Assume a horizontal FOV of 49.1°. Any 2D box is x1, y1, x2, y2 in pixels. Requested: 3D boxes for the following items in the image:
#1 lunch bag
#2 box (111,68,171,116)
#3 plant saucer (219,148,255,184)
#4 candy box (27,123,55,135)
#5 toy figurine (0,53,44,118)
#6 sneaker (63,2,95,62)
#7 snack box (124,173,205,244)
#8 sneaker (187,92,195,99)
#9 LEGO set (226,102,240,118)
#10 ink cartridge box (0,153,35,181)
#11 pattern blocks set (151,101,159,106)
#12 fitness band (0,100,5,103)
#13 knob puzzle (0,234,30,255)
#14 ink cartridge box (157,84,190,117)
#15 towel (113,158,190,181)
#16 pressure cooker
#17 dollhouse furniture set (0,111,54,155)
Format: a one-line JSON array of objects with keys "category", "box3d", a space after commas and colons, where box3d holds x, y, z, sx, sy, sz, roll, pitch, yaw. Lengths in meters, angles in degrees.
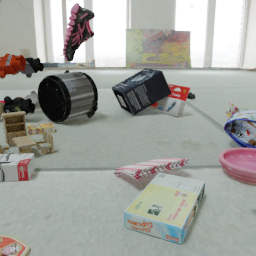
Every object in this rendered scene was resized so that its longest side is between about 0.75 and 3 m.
[{"category": "lunch bag", "box3d": [4.081, 0.033, 8.875, 1.820, 1.127, 1.547, 17, 22, 25]}, {"category": "box", "box3d": [0.594, -1.849, 13.756, 2.166, 1.272, 2.130, -30, 22, -9]}, {"category": "plant saucer", "box3d": [3.098, 0.939, 6.928, 1.636, 0.415, 1.636, -1, 16, 0]}, {"category": "candy box", "box3d": [-3.233, 0.025, 10.409, 0.960, 0.265, 0.554, -5, 18, -18]}, {"category": "toy figurine", "box3d": [-5.006, -1.871, 12.546, 1.956, 2.812, 2.768, -7, 13, 8]}, {"category": "sneaker", "box3d": [-1.872, -3.583, 10.909, 1.082, 2.269, 0.897, 15, 31, -11]}, {"category": "snack box", "box3d": [0.772, 1.419, 5.362, 1.044, 0.333, 1.796, 8, 18, 25]}, {"category": "sneaker", "box3d": [3.836, -2.011, 17.499, 0.443, 0.370, 0.975, -12, 14, -9]}, {"category": "LEGO set", "box3d": [4.936, -0.736, 12.321, 0.852, 0.689, 1.851, -5, 16, -16]}, {"category": "ink cartridge box", "box3d": [-2.884, 0.952, 6.833, 1.038, 0.434, 0.749, -2, 16, -6]}, {"category": "pattern blocks set", "box3d": [1.780, -1.535, 16.058, 2.315, 0.188, 2.035, -10, 19, -33]}, {"category": "fitness band", "box3d": [-6.180, -1.226, 14.813, 1.785, 0.334, 1.282, 10, 16, 28]}, {"category": "knob puzzle", "box3d": [-2.057, 1.864, 4.093, 1.285, 0.178, 1.285, 0, 15, 0]}, {"category": "ink cartridge box", "box3d": [2.103, -1.362, 13.210, 0.355, 1.399, 1.588, 11, 7, -34]}, {"category": "towel", "box3d": [0.554, 0.965, 6.793, 1.555, 0.233, 1.138, -8, 0, -28]}, {"category": "pressure cooker", "box3d": [-2.419, -1.394, 12.180, 2.071, 2.039, 2.318, 15, 25, 36]}, {"category": "dollhouse furniture set", "box3d": [-3.228, 0.186, 8.406, 1.487, 1.053, 1.619, -10, 19, -31]}]
